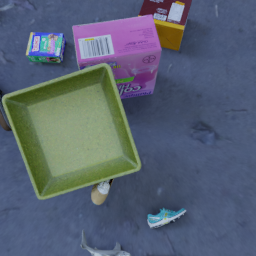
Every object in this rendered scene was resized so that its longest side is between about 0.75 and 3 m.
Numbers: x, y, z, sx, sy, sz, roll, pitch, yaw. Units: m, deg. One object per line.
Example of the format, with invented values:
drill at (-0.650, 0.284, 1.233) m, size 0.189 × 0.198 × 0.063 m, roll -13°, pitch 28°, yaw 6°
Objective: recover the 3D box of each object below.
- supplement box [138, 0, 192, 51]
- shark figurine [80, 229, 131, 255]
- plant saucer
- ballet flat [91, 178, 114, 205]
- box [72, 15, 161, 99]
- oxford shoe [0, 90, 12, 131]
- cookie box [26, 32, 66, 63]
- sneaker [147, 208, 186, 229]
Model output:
supplement box at (1.404, -4.304, 10.976) m, size 1.787 × 1.203 × 1.812 m, roll 16°, pitch 68°, yaw 6°
shark figurine at (-0.585, 3.525, 8.115) m, size 1.650 × 0.986 × 0.688 m, roll 8°, pitch 40°, yaw 22°
plant saucer at (-1.412, 0.099, 7.441) m, size 2.882 × 0.691 × 2.886 m, roll -17°, pitch 97°, yaw 3°
ballet flat at (-0.663, 1.540, 7.843) m, size 0.473 × 0.434 × 1.378 m, roll 32°, pitch 31°, yaw -7°
box at (-0.351, -2.095, 9.186) m, size 2.404 × 2.733 × 1.321 m, roll -10°, pitch 71°, yaw -4°
oxford shoe at (-4.703, -0.702, 9.640) m, size 1.167 × 1.005 × 2.764 m, roll -40°, pitch 61°, yaw -11°
cookie box at (-3.169, -3.118, 10.865) m, size 1.289 × 0.484 × 1.103 m, roll 2°, pitch 69°, yaw 1°
sneaker at (1.173, 2.637, 8.468) m, size 1.216 × 0.471 × 0.484 m, roll -16°, pitch 59°, yaw -6°
